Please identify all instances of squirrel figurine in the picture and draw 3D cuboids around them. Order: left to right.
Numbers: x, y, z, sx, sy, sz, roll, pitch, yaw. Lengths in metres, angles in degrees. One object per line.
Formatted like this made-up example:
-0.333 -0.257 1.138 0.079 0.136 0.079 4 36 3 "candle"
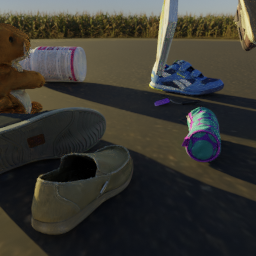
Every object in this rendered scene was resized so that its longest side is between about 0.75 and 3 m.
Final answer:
-3.629 -1.392 7.353 2.744 2.561 1.942 -1 21 -3 "squirrel figurine"

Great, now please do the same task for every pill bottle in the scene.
-3.372 -2.871 12.626 2.731 1.548 1.548 2 21 7 "pill bottle"

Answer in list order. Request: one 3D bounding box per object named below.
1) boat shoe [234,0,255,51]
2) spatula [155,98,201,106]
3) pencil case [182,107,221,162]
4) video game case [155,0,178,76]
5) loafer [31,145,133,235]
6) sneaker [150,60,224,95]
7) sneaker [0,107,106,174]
3.474 -3.243 8.216 0.783 2.179 0.706 9 -25 -23 "boat shoe"
1.669 -0.872 9.364 1.557 0.160 0.440 0 24 -1 "spatula"
1.607 0.097 6.101 0.756 0.696 1.636 19 23 6 "pencil case"
1.047 -2.872 7.408 0.254 2.023 2.223 7 65 0 "video game case"
-0.566 0.717 4.379 0.860 0.763 2.262 9 23 22 "loafer"
2.207 -1.976 10.803 2.936 1.208 1.086 12 22 25 "sneaker"
-1.971 -0.025 5.853 2.843 1.063 1.510 -14 27 -28 "sneaker"
